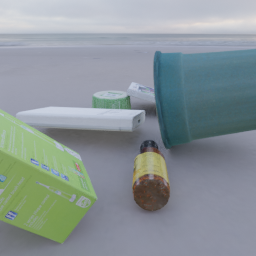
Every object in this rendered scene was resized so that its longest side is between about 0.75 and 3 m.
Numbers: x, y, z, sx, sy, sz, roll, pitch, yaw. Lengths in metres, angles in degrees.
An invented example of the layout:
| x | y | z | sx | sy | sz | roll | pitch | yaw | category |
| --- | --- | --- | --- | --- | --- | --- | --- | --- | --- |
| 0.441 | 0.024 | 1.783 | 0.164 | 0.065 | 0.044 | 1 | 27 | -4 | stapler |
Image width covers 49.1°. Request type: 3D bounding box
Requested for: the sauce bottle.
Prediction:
| x | y | z | sx | sy | sz | roll | pitch | yaw | category |
| --- | --- | --- | --- | --- | --- | --- | --- | --- | --- |
| 0.392 | 0.714 | 4.950 | 0.605 | 0.605 | 1.834 | 1 | 17 | 3 | sauce bottle |

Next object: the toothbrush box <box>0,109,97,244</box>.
| x | y | z | sx | sy | sz | roll | pitch | yaw | category |
| --- | --- | --- | --- | --- | --- | --- | --- | --- | --- |
| -1.492 | 0.496 | 3.717 | 1.886 | 0.812 | 1.373 | 37 | 4 | -29 | toothbrush box |

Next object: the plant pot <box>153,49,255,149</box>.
| x | y | z | sx | sy | sz | roll | pitch | yaw | category |
| --- | --- | --- | --- | --- | --- | --- | --- | --- | --- |
| 1.806 | -0.708 | 6.023 | 2.159 | 2.205 | 2.205 | -5 | 18 | 16 | plant pot |

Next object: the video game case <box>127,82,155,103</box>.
| x | y | z | sx | sy | sz | roll | pitch | yaw | category |
| --- | --- | --- | --- | --- | --- | --- | --- | --- | --- |
| 1.087 | -1.055 | 9.392 | 2.176 | 0.254 | 1.978 | 16 | 16 | 0 | video game case |

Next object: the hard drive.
| x | y | z | sx | sy | sz | roll | pitch | yaw | category |
| --- | --- | --- | --- | --- | --- | --- | --- | --- | --- |
| -1.070 | -0.260 | 7.103 | 2.764 | 0.369 | 1.823 | 3 | 9 | 12 | hard drive |

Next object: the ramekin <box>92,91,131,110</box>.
| x | y | z | sx | sy | sz | roll | pitch | yaw | category |
| --- | --- | --- | --- | --- | --- | --- | --- | --- | --- |
| -0.532 | -0.767 | 8.989 | 1.338 | 0.654 | 1.338 | 0 | 20 | 0 | ramekin |
